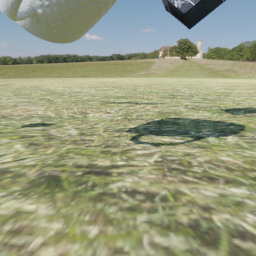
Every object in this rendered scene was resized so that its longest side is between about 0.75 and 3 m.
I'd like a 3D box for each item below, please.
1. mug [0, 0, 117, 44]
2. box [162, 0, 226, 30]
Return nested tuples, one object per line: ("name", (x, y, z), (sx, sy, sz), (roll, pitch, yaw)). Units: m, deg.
("mug", (-0.971, -2.467, 4.227), (2.199, 1.852, 2.508), (-22, 28, 48))
("box", (1.667, -3.376, 7.207), (1.108, 1.217, 0.633), (54, 5, 32))
